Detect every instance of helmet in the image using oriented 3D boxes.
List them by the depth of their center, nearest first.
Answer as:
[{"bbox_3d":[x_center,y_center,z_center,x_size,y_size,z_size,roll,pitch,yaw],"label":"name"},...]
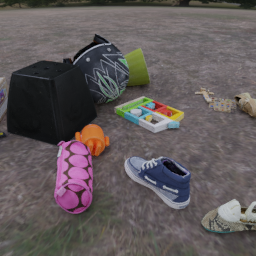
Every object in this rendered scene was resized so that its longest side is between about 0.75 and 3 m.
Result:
[{"bbox_3d":[-1.318,-2.471,12.331,2.934,2.934,2.797,-13,42,-21],"label":"helmet"}]

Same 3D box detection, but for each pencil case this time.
[{"bbox_3d":[-1.536,1.242,7.755,1.013,1.046,2.232,-37,29,8],"label":"pencil case"}]

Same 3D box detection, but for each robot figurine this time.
[{"bbox_3d":[-1.204,0.384,9.481,0.980,0.795,1.363,-24,31,3],"label":"robot figurine"}]

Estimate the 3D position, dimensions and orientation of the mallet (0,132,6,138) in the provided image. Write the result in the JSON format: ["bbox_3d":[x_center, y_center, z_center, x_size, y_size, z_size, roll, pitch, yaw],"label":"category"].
[{"bbox_3d":[-5.378,0.480,9.784,0.678,0.424,2.059,27,35,30],"label":"mallet"}]

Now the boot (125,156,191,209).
[{"bbox_3d":[0.800,1.144,7.856,0.872,1.083,2.398,-24,38,-35],"label":"boot"}]

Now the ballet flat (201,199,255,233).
[{"bbox_3d":[2.814,2.046,6.593,2.087,0.786,0.708,3,30,5],"label":"ballet flat"}]

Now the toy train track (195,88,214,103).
[{"bbox_3d":[3.765,-1.646,13.502,0.929,0.263,1.620,2,28,3],"label":"toy train track"}]

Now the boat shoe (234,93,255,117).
[{"bbox_3d":[5.079,-0.959,12.016,0.638,0.705,1.978,-5,23,8],"label":"boat shoe"}]

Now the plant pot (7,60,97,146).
[{"bbox_3d":[-2.951,-1.166,10.668,2.617,2.322,2.611,11,31,21],"label":"plant pot"}]

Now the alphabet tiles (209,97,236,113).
[{"bbox_3d":[4.303,-1.050,12.731,1.172,0.053,1.402,10,32,16],"label":"alphabet tiles"}]

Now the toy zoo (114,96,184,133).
[{"bbox_3d":[1.008,-0.566,11.642,1.824,0.284,2.780,-25,38,-37],"label":"toy zoo"}]

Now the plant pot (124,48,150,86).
[{"bbox_3d":[-0.059,-2.943,14.559,2.000,1.871,1.871,-16,30,4],"label":"plant pot"}]

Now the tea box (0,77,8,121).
[{"bbox_3d":[-6.183,-1.130,11.533,2.000,1.358,2.033,-3,30,-5],"label":"tea box"}]
